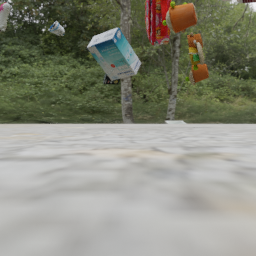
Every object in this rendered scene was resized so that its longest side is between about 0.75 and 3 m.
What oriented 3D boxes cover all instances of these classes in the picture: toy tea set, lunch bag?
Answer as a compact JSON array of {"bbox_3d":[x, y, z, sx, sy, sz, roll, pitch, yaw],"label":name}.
[{"bbox_3d":[1.662,-2.423,8.124,0.905,2.446,1.455,-11,7,20],"label":"toy tea set"},{"bbox_3d":[0.991,-3.602,8.849,0.760,1.855,1.634,-5,37,-2],"label":"lunch bag"}]

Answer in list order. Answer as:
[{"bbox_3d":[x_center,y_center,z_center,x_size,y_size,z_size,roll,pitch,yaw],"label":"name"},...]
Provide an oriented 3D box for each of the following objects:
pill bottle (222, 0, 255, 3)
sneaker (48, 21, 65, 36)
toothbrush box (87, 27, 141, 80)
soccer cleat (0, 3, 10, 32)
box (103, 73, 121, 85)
[{"bbox_3d":[3.410,-3.834,7.451,1.691,0.927,0.927,9,5,25],"label":"pill bottle"},{"bbox_3d":[-2.319,-3.217,9.229,0.467,0.404,1.078,36,6,-28],"label":"sneaker"},{"bbox_3d":[-0.292,-1.605,6.210,0.738,0.430,1.008,-4,-40,36],"label":"toothbrush box"},{"bbox_3d":[-4.042,-3.419,9.012,0.497,1.151,0.402,40,14,7],"label":"soccer cleat"},{"bbox_3d":[-0.632,-2.138,11.668,0.665,0.193,0.837,-1,-27,-19],"label":"box"}]
